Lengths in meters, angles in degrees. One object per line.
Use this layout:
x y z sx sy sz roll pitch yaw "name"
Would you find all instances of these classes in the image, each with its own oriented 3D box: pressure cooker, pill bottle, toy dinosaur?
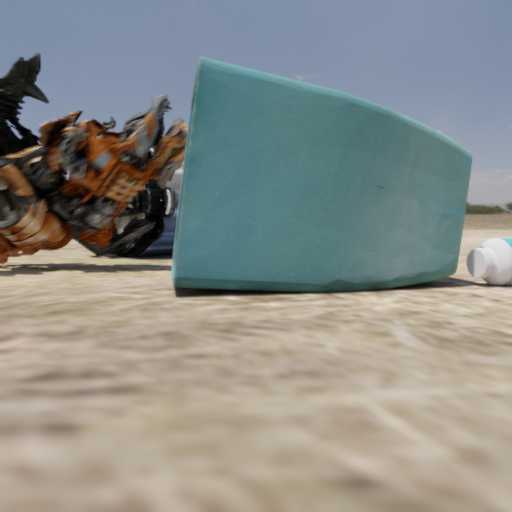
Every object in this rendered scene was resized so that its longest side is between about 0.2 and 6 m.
-2.091 -0.972 10.439 2.308 2.061 2.030 -5 -37 -52 "pressure cooker"
2.572 0.052 5.652 0.854 0.473 0.473 -3 4 -18 "pill bottle"
-2.998 -1.008 7.442 4.232 2.872 2.162 -34 17 -9 "toy dinosaur"

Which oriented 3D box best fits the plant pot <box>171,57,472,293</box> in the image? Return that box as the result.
0.604 -0.590 5.818 2.759 1.949 1.950 7 2 -10 "plant pot"
